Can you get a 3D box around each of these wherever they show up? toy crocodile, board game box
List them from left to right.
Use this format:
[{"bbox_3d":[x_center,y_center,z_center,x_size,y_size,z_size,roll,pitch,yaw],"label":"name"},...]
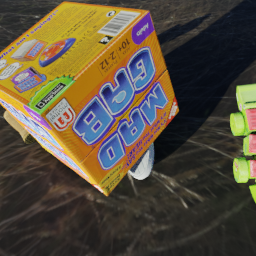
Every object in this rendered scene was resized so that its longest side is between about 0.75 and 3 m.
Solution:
[{"bbox_3d":[-0.977,-0.778,6.382,2.758,2.758,2.760,26,66,38],"label":"board game box"},{"bbox_3d":[2.983,0.339,6.438,0.996,0.911,2.950,-1,75,8],"label":"toy crocodile"}]

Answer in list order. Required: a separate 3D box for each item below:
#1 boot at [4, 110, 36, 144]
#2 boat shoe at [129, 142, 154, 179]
[{"bbox_3d":[-2.838,-0.348,8.131,1.236,0.467,1.411,-39,54,-13],"label":"boot"},{"bbox_3d":[0.359,0.279,7.479,0.873,0.752,2.426,-31,46,29],"label":"boat shoe"}]
